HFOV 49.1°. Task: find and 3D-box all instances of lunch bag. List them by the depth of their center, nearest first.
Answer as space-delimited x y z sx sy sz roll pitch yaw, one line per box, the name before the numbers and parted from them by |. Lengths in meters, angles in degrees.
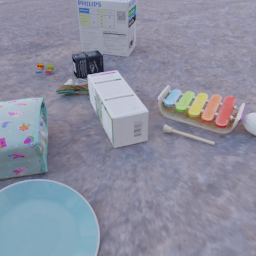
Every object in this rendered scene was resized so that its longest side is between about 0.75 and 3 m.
lunch bag | -3.236 0.098 7.542 2.060 1.474 2.418 -8 44 -9

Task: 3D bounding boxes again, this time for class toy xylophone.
toy xylophone | 2.221 -0.462 8.877 2.768 0.695 2.027 12 40 15

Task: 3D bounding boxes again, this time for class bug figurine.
bug figurine | -3.576 -2.508 11.903 0.790 0.262 1.018 0 33 -9

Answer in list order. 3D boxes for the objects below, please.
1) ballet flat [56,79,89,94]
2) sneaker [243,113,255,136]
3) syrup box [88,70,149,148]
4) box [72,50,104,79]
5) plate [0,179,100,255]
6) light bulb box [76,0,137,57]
ballet flat | -1.899 -1.545 10.321 1.485 0.537 0.504 -2 -1 0
sneaker | 4.999 -0.293 8.144 2.993 1.324 1.126 8 40 11
syrup box | -0.391 -0.713 8.863 1.134 1.096 2.785 -12 39 -15
box | -1.635 -2.617 11.544 1.182 0.874 0.616 -14 39 -20
plate | -1.744 2.077 5.469 2.403 0.307 2.403 15 41 -14
light bulb box | -0.935 -4.907 13.192 2.462 2.484 1.550 9 39 11
